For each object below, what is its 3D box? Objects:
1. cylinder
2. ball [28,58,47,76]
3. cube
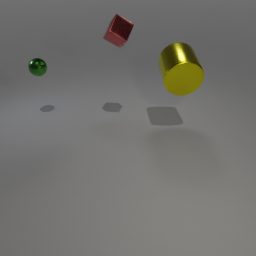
[{"bbox_3d":[1.868,-2.115,10.032,1.400,1.400,1.400,-2,43,-3],"label":"cylinder"},{"bbox_3d":[-3.491,-2.351,10.844,0.700,0.700,0.700,0,29,0],"label":"ball"},{"bbox_3d":[-0.332,-3.314,9.617,0.700,0.700,0.700,25,-12,-18],"label":"cube"}]
